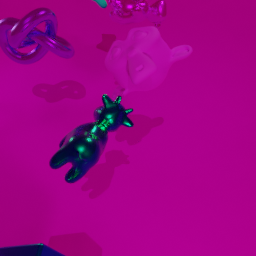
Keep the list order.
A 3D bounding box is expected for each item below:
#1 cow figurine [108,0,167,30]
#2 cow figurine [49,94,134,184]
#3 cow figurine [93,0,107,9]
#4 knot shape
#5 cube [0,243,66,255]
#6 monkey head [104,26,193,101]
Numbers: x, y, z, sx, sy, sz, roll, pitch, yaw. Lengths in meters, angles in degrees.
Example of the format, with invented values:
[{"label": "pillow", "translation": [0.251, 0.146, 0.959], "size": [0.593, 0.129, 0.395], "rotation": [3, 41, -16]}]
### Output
[{"label": "cow figurine", "translation": [0.284, -2.896, 7.026], "size": [1.334, 0.732, 1.313], "rotation": [-4, -1, 23]}, {"label": "cow figurine", "translation": [-0.502, 0.110, 4.303], "size": [1.286, 0.717, 1.307], "rotation": [-41, 12, 15]}, {"label": "cow figurine", "translation": [-0.887, -4.773, 8.931], "size": [1.430, 1.408, 0.785], "rotation": [-45, 24, 12]}, {"label": "knot shape", "translation": [-2.419, -2.190, 6.961], "size": [1.803, 1.927, 0.891], "rotation": [-4, 82, 18]}, {"label": "cube", "translation": [-1.109, 1.881, 3.083], "size": [0.872, 0.872, 0.872], "rotation": [-16, 44, 25]}, {"label": "monkey head", "translation": [0.291, -1.045, 4.974], "size": [1.815, 1.094, 1.306], "rotation": [-32, 45, 13]}]
